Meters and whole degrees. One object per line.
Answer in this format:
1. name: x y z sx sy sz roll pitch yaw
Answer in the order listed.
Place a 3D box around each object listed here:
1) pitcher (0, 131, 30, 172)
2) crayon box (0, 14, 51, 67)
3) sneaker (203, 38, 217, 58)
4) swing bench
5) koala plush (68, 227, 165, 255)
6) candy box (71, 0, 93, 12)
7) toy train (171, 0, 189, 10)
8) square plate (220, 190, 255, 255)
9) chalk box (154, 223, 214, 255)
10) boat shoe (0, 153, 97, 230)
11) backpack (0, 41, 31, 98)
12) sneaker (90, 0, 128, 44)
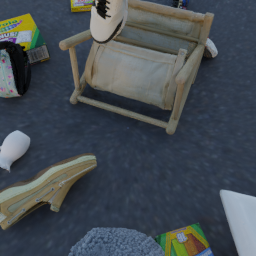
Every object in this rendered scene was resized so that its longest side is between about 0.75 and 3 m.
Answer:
1. pitcher: -2.761 0.482 6.496 0.758 0.535 0.883 20 68 25
2. crayon box: -3.653 -2.511 8.478 2.053 0.599 1.772 -24 58 -16
3. sneaker: 1.538 -2.707 8.568 2.459 1.007 0.948 30 34 -4
4. swing bench: 0.327 -1.825 7.296 2.913 1.900 2.929 19 52 13
5. koala plush: -0.580 2.506 3.246 2.482 2.799 2.572 28 84 19
6. candy box: -1.272 -4.573 10.159 1.586 0.209 0.810 -7 53 -5
7. toy train: 1.709 -3.928 9.569 0.596 0.444 2.603 13 57 5
8. square plate: 2.825 2.369 4.319 2.802 0.399 2.776 17 47 -31
9. chalk box: 1.020 2.524 4.756 0.875 0.869 1.403 -11 55 -18
10. boat shoe: -1.597 1.328 5.812 2.272 0.814 0.865 -27 73 -9
11. backpack: -3.149 -1.515 7.400 0.890 1.406 1.173 -3 12 4
12. sneaker: -0.358 -2.529 5.190 0.801 2.172 0.869 32 42 8
